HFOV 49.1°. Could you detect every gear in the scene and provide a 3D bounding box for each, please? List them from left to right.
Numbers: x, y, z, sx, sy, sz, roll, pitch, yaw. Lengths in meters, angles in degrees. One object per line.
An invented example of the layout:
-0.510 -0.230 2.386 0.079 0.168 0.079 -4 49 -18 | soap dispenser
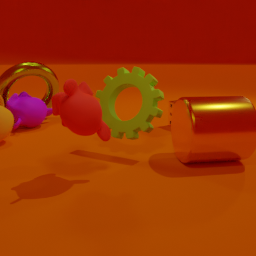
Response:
-0.004 -0.495 5.671 1.446 1.446 0.267 7 -4 28 | gear

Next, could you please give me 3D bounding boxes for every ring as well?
-3.072 -1.094 8.638 2.010 2.010 0.402 -12 43 -39 | ring

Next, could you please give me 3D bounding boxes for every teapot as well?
-3.258 -0.097 6.469 1.046 0.823 1.682 -5 52 18 | teapot

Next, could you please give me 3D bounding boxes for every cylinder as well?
1.609 0.020 5.405 1.252 1.252 1.252 -2 14 -9 | cylinder

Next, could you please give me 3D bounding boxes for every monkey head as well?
-2.999 -0.364 8.139 1.047 1.250 1.738 43 25 4 | monkey head
-0.694 -0.346 4.405 0.752 1.248 0.898 6 53 39 | monkey head

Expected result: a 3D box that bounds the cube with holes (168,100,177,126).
1.698 -0.400 8.164 0.743 0.743 0.743 -9 16 -31 | cube with holes
